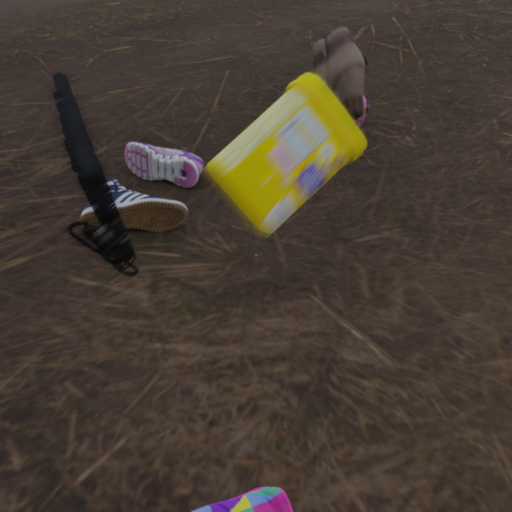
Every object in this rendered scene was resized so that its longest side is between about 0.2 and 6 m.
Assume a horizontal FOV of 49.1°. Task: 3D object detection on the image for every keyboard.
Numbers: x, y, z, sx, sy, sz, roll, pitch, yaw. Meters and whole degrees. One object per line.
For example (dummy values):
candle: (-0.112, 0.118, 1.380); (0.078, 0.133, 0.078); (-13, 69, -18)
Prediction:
keyboard: (-2.112, -0.695, 7.046); (0.653, 3.296, 1.715); (-21, 78, -11)

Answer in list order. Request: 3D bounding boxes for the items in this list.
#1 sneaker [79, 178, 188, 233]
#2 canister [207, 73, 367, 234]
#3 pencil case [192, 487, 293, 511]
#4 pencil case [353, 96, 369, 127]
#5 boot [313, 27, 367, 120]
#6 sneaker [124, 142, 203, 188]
sneaker: (-2.542, -1.108, 11.880); (2.213, 0.775, 1.200); (-4, 39, -1)
canister: (0.341, -1.148, 6.432); (1.536, 1.141, 0.665); (-43, 16, -6)
pencil case: (-0.732, 3.197, 5.911); (2.436, 1.077, 1.077); (-9, 38, -16)
pencil case: (1.878, -3.777, 15.227); (2.484, 1.028, 1.074); (-23, 52, -28)
boot: (1.459, -3.460, 11.442); (0.827, 1.721, 2.355); (-12, 0, -28)
sneaker: (-2.155, -2.262, 13.484); (2.083, 0.838, 0.921); (18, 34, 16)
